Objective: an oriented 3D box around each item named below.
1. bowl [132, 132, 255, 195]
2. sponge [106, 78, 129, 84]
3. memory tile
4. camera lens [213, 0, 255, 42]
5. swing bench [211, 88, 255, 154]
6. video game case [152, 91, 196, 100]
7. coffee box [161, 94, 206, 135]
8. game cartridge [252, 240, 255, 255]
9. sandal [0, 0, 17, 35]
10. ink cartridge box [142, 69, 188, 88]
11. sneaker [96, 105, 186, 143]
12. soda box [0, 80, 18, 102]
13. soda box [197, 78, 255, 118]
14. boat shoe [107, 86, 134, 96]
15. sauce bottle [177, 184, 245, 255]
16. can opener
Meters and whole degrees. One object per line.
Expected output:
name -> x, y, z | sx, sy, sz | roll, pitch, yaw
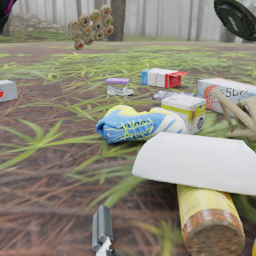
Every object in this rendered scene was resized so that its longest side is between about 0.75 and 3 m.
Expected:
bowl -> 1.234, 0.509, 4.720 | 1.990, 0.743, 1.987 | 7, 0, 21
sponge -> -0.507, -2.380, 14.183 | 1.092, 0.163, 0.609 | 4, 21, 13
memory tile -> -1.267, -3.547, 9.957 | 1.704, 1.306, 0.143 | -31, 63, -14
camera lens -> 2.694, -2.724, 5.558 | 1.371, 1.715, 1.371 | 42, 6, -6
swing bench -> 3.433, -0.593, 6.084 | 2.321, 1.514, 2.334 | -26, 12, 5
video game case -> 1.864, -1.263, 11.255 | 1.529, 0.145, 1.092 | 9, 22, 19
coffee box -> 1.526, -0.365, 7.771 | 0.903, 0.893, 0.902 | 18, 27, 39
game cartridge -> 3.085, 1.372, 3.800 | 2.097, 0.386, 2.378 | 15, 26, 34
sandal -> -3.456, -3.379, 7.470 | 0.955, 2.542, 0.608 | 31, -3, -40
ink cartridge box -> 1.762, -2.392, 13.484 | 1.988, 0.669, 1.155 | 17, 27, 38
sneaker -> 0.178, 0.087, 6.877 | 2.384, 0.903, 1.252 | 9, 34, 42
soda box -> -5.360, -1.279, 10.493 | 0.749, 0.696, 2.195 | 17, 27, 38
soda box -> 3.629, -0.919, 9.181 | 1.024, 0.952, 2.993 | -11, 23, -27
boat shoe -> -0.321, -1.577, 11.766 | 1.115, 0.358, 0.411 | 4, 21, 10
sauce bottle -> 1.153, 0.955, 4.418 | 0.787, 0.787, 2.383 | 2, 23, 5
can opener -> -0.286, 1.521, 3.726 | 0.405, 0.321, 1.220 | 31, 13, -20
